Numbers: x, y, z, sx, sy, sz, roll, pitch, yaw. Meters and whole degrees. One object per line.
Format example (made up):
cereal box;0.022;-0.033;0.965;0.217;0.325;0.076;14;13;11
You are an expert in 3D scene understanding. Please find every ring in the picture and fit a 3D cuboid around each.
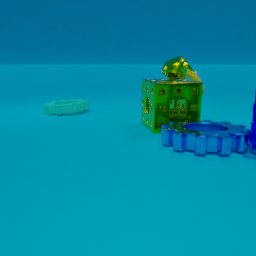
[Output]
ring;2.482;-1.721;10.905;0.253;1.263;1.263;-35;23;-9

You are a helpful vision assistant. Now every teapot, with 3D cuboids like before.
teapot;1.444;-1.715;8.220;1.232;0.603;0.766;5;42;49

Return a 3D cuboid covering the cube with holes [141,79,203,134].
cube with holes;1.223;-0.705;8.253;1.369;1.369;1.369;-3;14;-11

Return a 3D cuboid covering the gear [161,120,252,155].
gear;1.831;0.157;6.697;2.035;0.376;2.035;0;12;0

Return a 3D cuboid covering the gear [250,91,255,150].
gear;2.800;-0.258;5.819;0.264;1.425;1.425;7;15;30

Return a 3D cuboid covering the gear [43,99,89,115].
gear;-2.339;-0.825;10.671;1.683;0.311;1.683;-4;14;1
